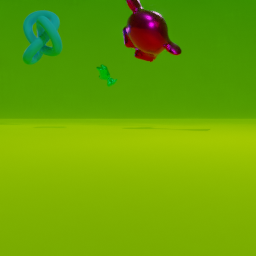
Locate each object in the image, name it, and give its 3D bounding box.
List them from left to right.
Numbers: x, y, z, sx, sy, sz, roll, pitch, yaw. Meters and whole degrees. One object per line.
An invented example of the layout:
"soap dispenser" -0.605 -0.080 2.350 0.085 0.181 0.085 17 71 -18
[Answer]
"knot shape" -2.486 -2.709 8.053 0.775 1.569 1.676 11 -27 -43
"cow figurine" -0.907 -2.248 12.034 0.514 0.936 0.921 -35 39 -22
"monkey head" 0.605 -2.486 7.208 1.382 1.921 1.158 -42 0 -35
